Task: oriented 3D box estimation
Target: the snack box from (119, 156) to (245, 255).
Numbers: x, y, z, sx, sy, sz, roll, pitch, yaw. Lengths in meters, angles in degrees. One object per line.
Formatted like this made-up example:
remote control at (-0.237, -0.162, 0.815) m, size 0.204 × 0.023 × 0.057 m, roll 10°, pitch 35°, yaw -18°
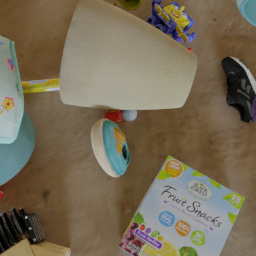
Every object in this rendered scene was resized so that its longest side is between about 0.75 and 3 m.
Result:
snack box at (1.229, 2.182, 6.558) m, size 2.015 × 0.808 × 2.389 m, roll 28°, pitch 74°, yaw 9°

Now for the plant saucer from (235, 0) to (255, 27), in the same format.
plant saucer at (2.663, -1.899, 4.637) m, size 1.939 × 1.939 × 0.266 m, roll 26°, pitch 96°, yaw 8°

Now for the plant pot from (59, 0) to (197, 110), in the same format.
plant pot at (0.122, -1.476, 6.838) m, size 2.806 × 2.628 × 2.628 m, roll 16°, pitch 74°, yaw 0°

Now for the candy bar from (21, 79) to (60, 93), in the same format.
candy bar at (-2.503, -1.132, 7.605) m, size 2.569 × 0.640 × 0.285 m, roll -6°, pitch 90°, yaw 2°

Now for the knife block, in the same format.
knife block at (-2.497, 3.095, 6.302) m, size 2.107 × 0.768 × 2.400 m, roll 12°, pitch 74°, yaw 5°

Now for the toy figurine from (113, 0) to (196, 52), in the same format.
toy figurine at (0.971, -3.121, 8.243) m, size 1.780 × 1.567 × 2.971 m, roll -32°, pitch 76°, yaw -39°

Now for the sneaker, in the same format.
sneaker at (2.991, -1.053, 7.622) m, size 0.853 × 0.738 × 1.948 m, roll -29°, pitch 75°, yaw -3°

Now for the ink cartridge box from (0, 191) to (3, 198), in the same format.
ink cartridge box at (-4.107, 1.984, 6.569) m, size 1.537 × 0.889 × 2.645 m, roll 19°, pitch 74°, yaw 6°

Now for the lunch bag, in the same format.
lunch bag at (-2.287, -0.578, 3.846) m, size 1.023 × 1.429 × 1.677 m, roll -23°, pitch 71°, yaw 28°

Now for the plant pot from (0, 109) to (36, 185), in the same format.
plant pot at (-3.705, -0.149, 6.274) m, size 2.776 × 1.870 × 2.776 m, roll 1°, pitch 52°, yaw -2°

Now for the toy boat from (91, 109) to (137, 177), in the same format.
toy boat at (-0.268, 0.165, 6.958) m, size 0.871 × 1.575 × 1.874 m, roll -8°, pitch 44°, yaw 16°
